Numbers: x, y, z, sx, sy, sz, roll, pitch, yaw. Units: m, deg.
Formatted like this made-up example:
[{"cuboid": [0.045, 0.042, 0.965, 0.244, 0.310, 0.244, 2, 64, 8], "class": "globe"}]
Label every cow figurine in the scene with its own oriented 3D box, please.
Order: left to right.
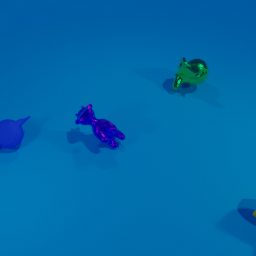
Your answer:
[{"cuboid": [-0.810, -0.054, 7.812, 1.272, 1.292, 0.709, 36, 87, 32], "class": "cow figurine"}]

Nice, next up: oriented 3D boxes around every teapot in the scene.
[{"cuboid": [-3.226, 0.122, 7.774, 0.807, 1.297, 0.635, 46, 7, 2], "class": "teapot"}]

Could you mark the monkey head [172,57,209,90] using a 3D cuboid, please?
[{"cuboid": [2.241, -1.833, 9.984, 1.113, 1.329, 1.847, 23, 6, 3], "class": "monkey head"}]

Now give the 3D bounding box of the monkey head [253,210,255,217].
[{"cuboid": [3.214, 1.588, 5.693, 0.821, 1.363, 0.980, 36, 30, 10], "class": "monkey head"}]
